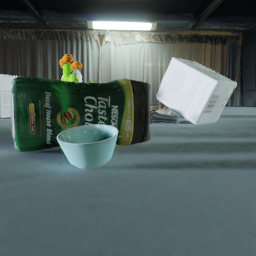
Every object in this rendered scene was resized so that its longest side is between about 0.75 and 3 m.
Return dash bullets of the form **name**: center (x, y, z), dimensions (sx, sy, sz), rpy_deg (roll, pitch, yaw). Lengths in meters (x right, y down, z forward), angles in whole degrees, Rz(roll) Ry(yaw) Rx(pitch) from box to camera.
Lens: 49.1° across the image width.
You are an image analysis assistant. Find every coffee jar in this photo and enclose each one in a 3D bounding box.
- **coffee jar**: center (-0.928, -0.326, 6.122), dimensions (2.956, 1.541, 1.261), rpy_deg (-3, 7, -17)

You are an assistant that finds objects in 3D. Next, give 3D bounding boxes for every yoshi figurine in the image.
- **yoshi figurine**: center (-2.314, -2.186, 13.261), dimensions (1.545, 2.749, 1.539), rpy_deg (-7, -25, -20)

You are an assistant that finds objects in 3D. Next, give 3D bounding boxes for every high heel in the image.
- **high heel**: center (1.139, -0.759, 13.108), dimensions (1.821, 0.912, 2.554), rpy_deg (6, 14, -6)

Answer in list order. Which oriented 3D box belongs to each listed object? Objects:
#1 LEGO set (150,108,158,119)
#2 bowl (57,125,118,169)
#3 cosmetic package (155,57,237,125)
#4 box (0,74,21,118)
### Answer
- **LEGO set**: center (-0.197, -0.294, 9.449), dimensions (1.733, 1.305, 2.253), rpy_deg (-37, 21, -27)
- **bowl**: center (-0.614, 0.313, 4.462), dimensions (0.954, 0.499, 0.954), rpy_deg (-3, 18, 1)
- **cosmetic package**: center (3.024, -1.681, 12.612), dimensions (2.053, 2.066, 2.469), rpy_deg (-7, 38, -47)
- **box**: center (-7.537, -1.840, 16.550), dimensions (2.820, 2.416, 2.806), rpy_deg (2, 6, 22)
